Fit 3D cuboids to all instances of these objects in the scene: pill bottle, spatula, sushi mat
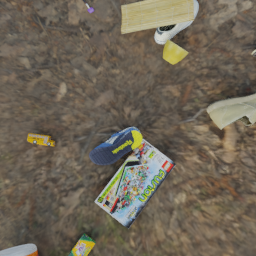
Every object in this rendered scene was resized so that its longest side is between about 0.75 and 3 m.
[{"bbox_3d":[-3.215,4.871,8.211,1.375,1.375,2.510,-11,80,-2],"label":"pill bottle"},{"bbox_3d":[-1.546,-4.657,10.613,0.212,0.077,0.751,-34,81,-7],"label":"spatula"},{"bbox_3d":[0.999,-4.103,9.958,2.651,0.160,1.268,-5,69,18],"label":"sushi mat"}]

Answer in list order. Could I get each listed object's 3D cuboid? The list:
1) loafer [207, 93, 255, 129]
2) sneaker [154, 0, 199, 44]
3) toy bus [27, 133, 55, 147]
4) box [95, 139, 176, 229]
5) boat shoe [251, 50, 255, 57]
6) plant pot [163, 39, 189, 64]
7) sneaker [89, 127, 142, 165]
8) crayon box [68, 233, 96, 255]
[{"bbox_3d":[4.165,-0.605,9.422,2.890,1.093,0.987,-12,81,7],"label":"loafer"},{"bbox_3d":[1.830,-3.941,10.125,0.793,0.769,2.171,40,82,7],"label":"sneaker"},{"bbox_3d":[-2.950,0.418,9.579,0.898,0.292,0.351,7,79,2],"label":"toy bus"},{"bbox_3d":[0.255,1.796,9.242,1.421,0.448,2.581,37,81,6],"label":"box"},{"bbox_3d":[5.085,-2.746,10.086,1.234,0.444,0.400,-14,75,-8],"label":"boat shoe"},{"bbox_3d":[1.600,-2.637,9.924,0.890,0.890,0.632,34,109,6],"label":"plant pot"},{"bbox_3d":[-0.391,0.593,9.383,1.962,0.807,0.725,-27,110,12],"label":"sneaker"},{"bbox_3d":[-1.466,3.875,8.968,0.489,0.240,0.823,35,82,6],"label":"crayon box"}]
